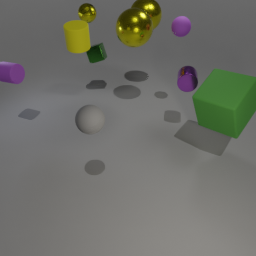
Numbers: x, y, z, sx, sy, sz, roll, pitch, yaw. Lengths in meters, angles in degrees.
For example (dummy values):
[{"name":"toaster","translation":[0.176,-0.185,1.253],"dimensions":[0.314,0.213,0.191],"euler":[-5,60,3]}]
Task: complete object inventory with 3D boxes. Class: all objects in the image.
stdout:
[{"name":"cylinder","translation":[-4.114,-1.926,9.787],"dimensions":[0.700,0.700,0.700],"euler":[12,36,21]},{"name":"ball","translation":[-1.537,-4.331,10.560],"dimensions":[0.700,0.700,0.700],"euler":[0,34,0]},{"name":"cube","translation":[-1.428,-3.394,12.702],"dimensions":[0.700,0.700,0.700],"euler":[-13,22,14]},{"name":"ball","translation":[-0.889,-0.199,6.585],"dimensions":[0.700,0.700,0.700],"euler":[0,34,0]},{"name":"ball","translation":[1.903,-3.625,10.024],"dimensions":[0.700,0.700,0.700],"euler":[0,34,0]},{"name":"ball","translation":[0.233,-3.730,10.457],"dimensions":[1.400,1.400,1.400],"euler":[0,34,0]},{"name":"ball","translation":[0.752,-4.861,12.043],"dimensions":[1.400,1.400,1.400],"euler":[0,34,0]},{"name":"cube","translation":[3.066,-0.786,8.797],"dimensions":[1.400,1.400,1.400],"euler":[25,64,38]},{"name":"cylinder","translation":[2.083,-1.723,9.811],"dimensions":[0.700,0.700,0.700],"euler":[5,36,8]},{"name":"cylinder","translation":[-1.458,-2.623,8.049],"dimensions":[0.700,0.700,0.700],"euler":[0,43,0]}]
